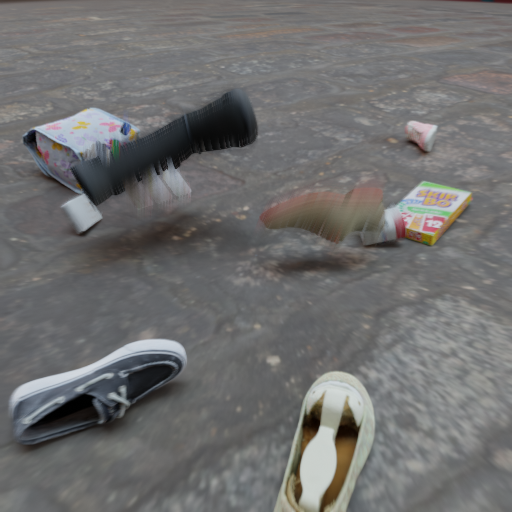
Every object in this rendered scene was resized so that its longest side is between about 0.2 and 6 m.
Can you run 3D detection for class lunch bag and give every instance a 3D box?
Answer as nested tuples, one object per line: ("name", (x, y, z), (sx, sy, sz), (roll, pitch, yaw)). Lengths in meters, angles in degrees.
("lunch bag", (-4.179, -2.625, 13.486), (2.232, 1.419, 1.893), (30, 43, 25))

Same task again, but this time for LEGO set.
("LEGO set", (-2.444, -1.793, 11.304), (1.477, 0.485, 1.978), (-28, 77, -47))

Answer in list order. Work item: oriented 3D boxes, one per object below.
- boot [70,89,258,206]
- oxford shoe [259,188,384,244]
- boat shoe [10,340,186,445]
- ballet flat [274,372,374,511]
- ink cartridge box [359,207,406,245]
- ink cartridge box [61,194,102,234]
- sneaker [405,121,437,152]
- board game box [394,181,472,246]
("boot", (-1.645, -1.829, 9.657), (2.926, 0.960, 2.411), (-25, 11, -17))
("oxford shoe", (1.197, -0.617, 9.554), (2.267, 0.848, 0.799), (-9, -8, -13))
("boat shoe", (-1.873, 1.714, 6.929), (2.207, 0.792, 0.748), (-14, 34, -18))
("ballet flat", (0.855, 2.060, 6.277), (0.923, 0.853, 2.736), (8, 32, 12))
("ink cartridge box", (2.405, -0.571, 10.768), (0.812, 0.336, 0.592), (-13, 35, 7))
("ink cartridge box", (-3.519, -0.873, 11.311), (0.196, 0.634, 0.782), (-23, 16, 21))
("sneaker", (4.438, -3.275, 15.289), (0.827, 0.595, 1.582), (14, 28, 16))
("board game box", (3.612, -0.977, 11.713), (1.104, 0.347, 2.312), (20, 37, 32))
